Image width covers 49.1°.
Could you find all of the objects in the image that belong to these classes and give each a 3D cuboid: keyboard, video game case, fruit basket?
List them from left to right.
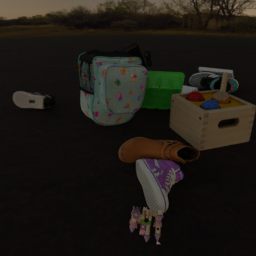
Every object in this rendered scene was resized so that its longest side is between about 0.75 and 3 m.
[{"bbox_3d":[0.453,-3.037,13.373,1.564,2.604,0.334,-29,61,4],"label":"keyboard"},{"bbox_3d":[1.397,-1.983,13.917,2.745,1.980,2.745,2,36,-2],"label":"fruit basket"},{"bbox_3d":[5.429,-3.124,17.108,1.960,0.229,1.782,12,-12,26],"label":"video game case"}]

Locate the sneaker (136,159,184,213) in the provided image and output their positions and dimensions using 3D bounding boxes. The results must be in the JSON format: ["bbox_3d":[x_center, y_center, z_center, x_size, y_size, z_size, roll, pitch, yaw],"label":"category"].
[{"bbox_3d":[1.007,1.405,7.484,1.252,0.796,2.196,0,24,-9],"label":"sneaker"}]

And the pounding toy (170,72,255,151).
[{"bbox_3d":[3.340,-0.794,10.872,2.854,2.029,2.627,-8,26,-18],"label":"pounding toy"}]

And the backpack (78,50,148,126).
[{"bbox_3d":[-0.636,-1.526,11.549,2.575,2.929,2.245,-10,32,-37],"label":"backpack"}]

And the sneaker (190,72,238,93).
[{"bbox_3d":[4.763,-2.506,15.950,2.796,1.169,1.688,12,17,22],"label":"sneaker"}]

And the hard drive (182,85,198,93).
[{"bbox_3d":[2.241,-2.200,16.092,2.931,0.372,1.934,19,30,36],"label":"hard drive"}]

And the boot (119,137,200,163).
[{"bbox_3d":[0.954,0.779,8.569,2.137,0.819,1.659,2,4,-29],"label":"boot"}]

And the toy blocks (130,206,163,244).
[{"bbox_3d":[0.388,2.113,6.057,0.733,0.784,0.660,9,66,1],"label":"toy blocks"}]

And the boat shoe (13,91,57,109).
[{"bbox_3d":[-4.584,-1.361,13.910,2.232,0.833,1.035,14,13,25],"label":"boat shoe"}]
